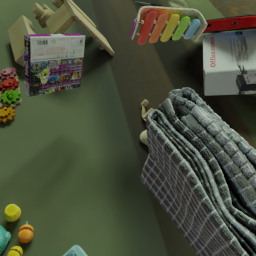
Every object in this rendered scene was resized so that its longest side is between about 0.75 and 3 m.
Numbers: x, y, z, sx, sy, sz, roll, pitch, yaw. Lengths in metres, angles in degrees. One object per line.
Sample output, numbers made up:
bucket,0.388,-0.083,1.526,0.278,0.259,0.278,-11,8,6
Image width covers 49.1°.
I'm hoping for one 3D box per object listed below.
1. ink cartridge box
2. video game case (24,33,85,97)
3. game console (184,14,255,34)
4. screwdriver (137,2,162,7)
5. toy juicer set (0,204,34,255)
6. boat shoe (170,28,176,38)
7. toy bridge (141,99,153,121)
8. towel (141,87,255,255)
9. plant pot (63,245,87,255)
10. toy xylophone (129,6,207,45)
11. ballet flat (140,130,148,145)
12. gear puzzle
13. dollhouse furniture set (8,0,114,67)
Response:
ink cartridge box,3.639,-2.033,8.624,2.566,1.074,1.862,0,53,15
video game case,-1.755,-1.554,6.791,0.276,1.395,1.539,30,34,32
game console,3.493,-3.393,9.326,2.455,0.431,2.776,-15,20,-38
screwdriver,0.881,-5.372,12.072,1.204,0.175,0.168,19,53,9
toy juicer set,-2.787,2.521,5.885,1.087,0.465,1.709,44,57,10
boat shoe,1.747,-3.793,10.801,0.336,0.274,0.799,18,54,13
toy bridge,0.598,-0.402,8.139,0.387,0.157,1.152,-45,39,14
towel,1.116,0.930,3.805,1.074,2.078,2.510,-31,61,-10
plant pot,-1.039,2.799,5.335,0.880,0.897,0.878,-38,62,-25
toy xylophone,0.927,-2.458,6.372,1.798,1.316,0.452,-6,72,-6
ballet flat,1.323,0.207,7.481,2.006,0.697,0.697,7,53,6
gear puzzle,-3.987,-1.073,8.676,1.251,0.316,2.416,-16,54,-12
dollhouse furniture set,-2.475,-3.153,10.193,2.611,2.128,2.483,-38,54,15
